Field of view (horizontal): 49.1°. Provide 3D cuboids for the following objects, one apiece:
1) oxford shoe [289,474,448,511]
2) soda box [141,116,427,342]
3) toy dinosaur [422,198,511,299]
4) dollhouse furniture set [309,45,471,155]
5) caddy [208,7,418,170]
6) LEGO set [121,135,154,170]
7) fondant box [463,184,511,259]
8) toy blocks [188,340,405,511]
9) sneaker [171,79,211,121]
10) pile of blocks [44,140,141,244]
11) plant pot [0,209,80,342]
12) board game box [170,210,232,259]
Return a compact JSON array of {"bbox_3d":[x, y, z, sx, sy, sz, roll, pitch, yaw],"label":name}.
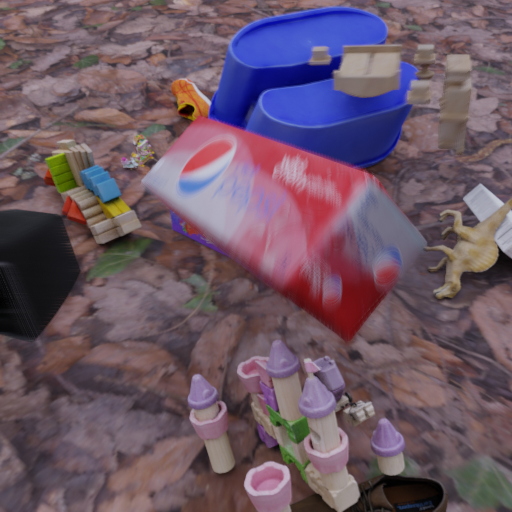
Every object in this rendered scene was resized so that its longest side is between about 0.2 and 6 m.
[{"bbox_3d":[1.336,3.326,7.392,2.470,1.042,0.897,-11,45,-9],"label":"oxford shoe"},{"bbox_3d":[0.046,-0.656,7.820,1.561,1.414,4.460,-50,36,-5],"label":"soda box"},{"bbox_3d":[4.251,-0.317,11.144,1.358,0.782,2.685,39,94,41],"label":"toy dinosaur"},{"bbox_3d":[2.635,-3.218,11.848,3.382,1.652,2.885,4,36,14],"label":"dollhouse furniture set"},{"bbox_3d":[1.430,-3.851,14.093,5.310,2.787,3.754,-17,67,-19],"label":"caddy"},{"bbox_3d":[-3.016,-2.847,14.546,0.687,0.556,1.493,2,42,2],"label":"LEGO set"},{"bbox_3d":[5.168,-0.555,11.547,1.271,0.513,1.761,27,31,-33],"label":"fondant box"},{"bbox_3d":[0.532,1.944,7.577,2.544,2.141,2.377,-22,20,-23],"label":"toy blocks"},{"bbox_3d":[-2.018,-4.498,16.212,0.855,0.809,2.216,-25,46,-18],"label":"sneaker"},{"bbox_3d":[-3.930,-1.482,12.377,1.103,1.457,3.550,-29,50,-28],"label":"pile of blocks"},{"bbox_3d":[-3.506,0.117,8.084,1.543,1.539,1.368,7,34,26],"label":"plant pot"},{"bbox_3d":[0.118,-0.800,12.146,3.311,0.741,2.226,25,48,25],"label":"board game box"}]
